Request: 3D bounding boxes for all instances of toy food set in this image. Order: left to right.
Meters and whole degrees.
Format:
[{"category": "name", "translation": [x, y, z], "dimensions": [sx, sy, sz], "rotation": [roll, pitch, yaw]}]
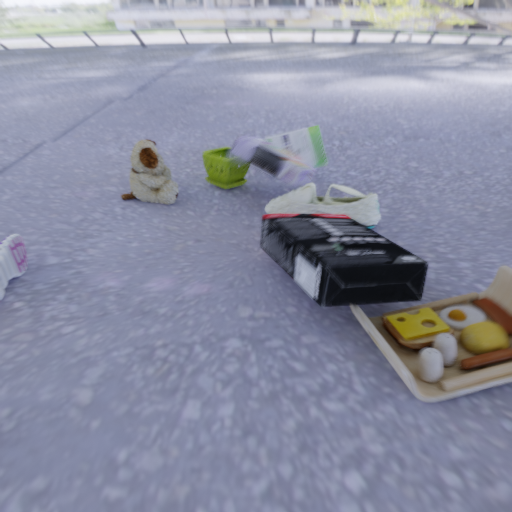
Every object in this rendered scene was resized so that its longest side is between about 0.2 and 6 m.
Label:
[{"category": "toy food set", "translation": [2.719, 0.849, 7.399], "dimensions": [2.529, 0.764, 1.814], "rotation": [-10, 28, -11]}]

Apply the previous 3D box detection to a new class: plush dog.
[{"category": "plush dog", "translation": [-2.387, -1.876, 12.153], "dimensions": [1.217, 1.303, 1.517], "rotation": [-8, 29, -14]}]

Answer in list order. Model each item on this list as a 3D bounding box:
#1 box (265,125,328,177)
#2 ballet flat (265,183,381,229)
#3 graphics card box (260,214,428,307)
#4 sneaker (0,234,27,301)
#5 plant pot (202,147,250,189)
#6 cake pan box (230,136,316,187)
[{"category": "box", "translation": [0.967, -2.520, 13.514], "dimensions": [1.352, 0.976, 0.246], "rotation": [-12, -4, 1]}, {"category": "ballet flat", "translation": [1.348, -1.092, 11.263], "dimensions": [2.347, 0.842, 0.842], "rotation": [8, 29, 16]}, {"category": "graphics card box", "translation": [1.234, -0.032, 8.746], "dimensions": [1.641, 0.665, 2.616], "rotation": [-1, 19, -20]}, {"category": "sneaker", "translation": [-4.274, 0.203, 8.943], "dimensions": [0.770, 0.700, 1.741], "rotation": [-6, 28, 6]}, {"category": "plant pot", "translation": [-0.684, -2.013, 12.921], "dimensions": [0.848, 0.770, 0.844], "rotation": [24, 32, 34]}, {"category": "cake pan box", "translation": [0.396, -2.029, 11.959], "dimensions": [1.575, 0.447, 1.710], "rotation": [28, 16, 10]}]
